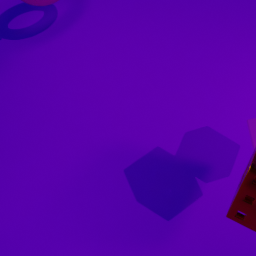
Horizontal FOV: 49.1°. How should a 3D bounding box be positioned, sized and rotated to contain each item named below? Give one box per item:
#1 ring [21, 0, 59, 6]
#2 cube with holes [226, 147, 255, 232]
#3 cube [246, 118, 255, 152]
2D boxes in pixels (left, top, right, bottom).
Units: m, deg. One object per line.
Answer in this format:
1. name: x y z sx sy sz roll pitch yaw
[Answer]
1. ring: -2.111 -3.996 6.879 2.005 2.005 0.401 -39 64 -9
2. cube with holes: 2.632 1.029 4.805 1.240 1.240 1.240 24 39 22
3. cube: 3.369 0.417 6.100 1.121 1.121 1.121 -17 40 25
